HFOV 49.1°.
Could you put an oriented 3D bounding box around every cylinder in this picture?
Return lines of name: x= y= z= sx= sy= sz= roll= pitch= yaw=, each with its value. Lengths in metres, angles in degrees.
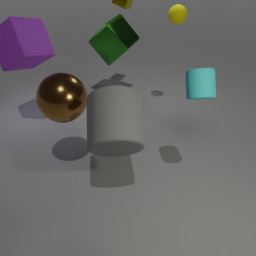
cylinder: x=1.782 y=-1.069 z=6.877 sx=0.700 sy=0.700 sz=0.700 roll=-3 pitch=2 yaw=0
cylinder: x=-0.326 y=-0.128 z=7.006 sx=1.400 sy=1.400 sz=1.400 roll=-2 pitch=69 yaw=-4

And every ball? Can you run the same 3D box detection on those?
ball: x=1.877 y=-4.292 z=10.591 sx=0.700 sy=0.700 sz=0.700 roll=0 pitch=31 yaw=0
ball: x=-1.837 y=-0.842 z=7.838 sx=1.400 sy=1.400 sz=1.400 roll=0 pitch=31 yaw=0

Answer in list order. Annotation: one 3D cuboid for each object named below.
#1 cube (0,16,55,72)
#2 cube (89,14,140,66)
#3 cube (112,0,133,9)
cube: x=-3.754 y=-2.962 z=9.971 sx=1.400 sy=1.400 sz=1.400 roll=-17 pitch=6 yaw=34
cube: x=-0.611 y=-3.961 z=12.631 sx=1.400 sy=1.400 sz=1.400 roll=-29 pitch=17 yaw=44
cube: x=-0.192 y=-5.705 z=12.304 sx=0.700 sy=0.700 sz=0.700 roll=27 pitch=30 yaw=8
